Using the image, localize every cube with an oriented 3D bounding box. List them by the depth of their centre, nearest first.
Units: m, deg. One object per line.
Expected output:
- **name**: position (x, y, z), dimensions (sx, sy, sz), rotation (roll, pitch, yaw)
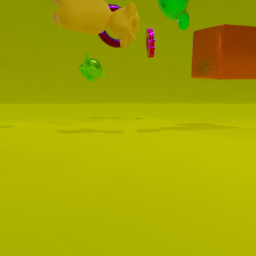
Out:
- **cube**: position (2.612, -1.973, 7.499), dimensions (1.304, 1.304, 1.304), rotation (-4, 12, -19)

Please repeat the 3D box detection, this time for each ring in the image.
- **ring**: position (-0.519, -3.955, 10.880), dimensions (1.674, 1.674, 0.335), rotation (-4, 0, -33)

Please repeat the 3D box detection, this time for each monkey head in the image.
- **monkey head**: position (1.023, -2.624, 5.558), dimensions (0.884, 0.740, 1.228), rotation (-20, -44, 17)
- **monkey head**: position (-1.304, -2.082, 9.777), dimensions (1.211, 0.730, 0.871), rotation (47, 3, -32)

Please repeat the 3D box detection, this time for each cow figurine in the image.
- **cow figurine**: position (-0.608, -2.188, 5.572), dimensions (1.607, 0.882, 1.581), rotation (-9, 35, -34)

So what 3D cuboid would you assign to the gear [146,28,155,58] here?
- **gear**: position (0.858, -3.287, 10.856), dimensions (0.199, 1.078, 1.078), rotation (-5, 6, -3)
